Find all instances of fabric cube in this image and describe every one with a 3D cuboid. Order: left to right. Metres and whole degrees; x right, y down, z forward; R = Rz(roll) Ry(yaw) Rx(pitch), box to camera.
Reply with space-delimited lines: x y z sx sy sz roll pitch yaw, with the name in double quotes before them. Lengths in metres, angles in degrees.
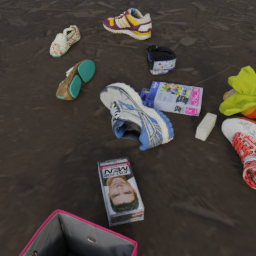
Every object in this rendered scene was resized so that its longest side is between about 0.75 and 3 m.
"fabric cube" -0.802 2.459 4.303 1.496 1.492 1.468 17 43 19

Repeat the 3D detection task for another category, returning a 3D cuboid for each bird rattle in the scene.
"bird rattle" 3.826 -0.725 8.010 2.462 1.387 2.007 17 2 -7

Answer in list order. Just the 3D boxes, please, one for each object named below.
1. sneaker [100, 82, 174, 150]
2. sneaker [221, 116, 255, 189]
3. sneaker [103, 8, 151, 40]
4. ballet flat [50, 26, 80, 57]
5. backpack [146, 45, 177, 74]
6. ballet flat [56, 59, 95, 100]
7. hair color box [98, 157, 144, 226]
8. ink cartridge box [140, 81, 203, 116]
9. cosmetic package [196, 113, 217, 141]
"sneaker" -0.066 -0.365 8.061 1.211 1.095 2.842 -31 48 -26
"sneaker" 3.100 0.629 7.004 1.336 0.832 2.492 -25 48 -30
"sneaker" -0.045 -5.341 13.836 2.828 1.274 1.060 23 45 26
"ballet flat" -2.889 -4.022 12.682 0.872 0.737 2.306 11 41 11
"backpack" 1.308 -2.605 10.874 1.094 0.885 1.148 -7 48 0
"ballet flat" -1.939 -1.743 10.068 0.844 0.791 2.333 -7 40 23
"hair color box" -0.197 1.389 6.383 0.757 0.463 1.528 -8 41 -10
"ink cartridge box" 1.401 -1.034 9.361 2.070 0.434 1.235 8 40 12
"cosmetic package" 2.278 -0.047 8.152 0.296 0.419 0.810 23 44 25
